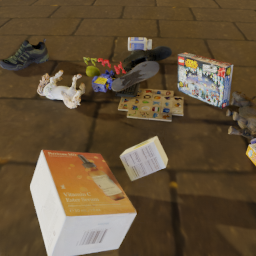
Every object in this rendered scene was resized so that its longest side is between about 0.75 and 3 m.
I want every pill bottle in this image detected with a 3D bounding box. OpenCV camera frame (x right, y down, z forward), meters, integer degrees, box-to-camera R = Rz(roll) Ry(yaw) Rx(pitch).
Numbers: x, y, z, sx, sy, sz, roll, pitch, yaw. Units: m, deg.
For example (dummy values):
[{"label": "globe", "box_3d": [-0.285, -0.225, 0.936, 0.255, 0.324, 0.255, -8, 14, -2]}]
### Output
[{"label": "pill bottle", "box_3d": [0.663, -4.620, 15.453, 1.285, 0.720, 0.720, 2, 39, 2]}]

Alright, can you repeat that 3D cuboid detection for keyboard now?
[{"label": "keyboard", "box_3d": [-0.209, -2.142, 12.757, 1.566, 0.254, 2.465, 4, 37, 7]}]

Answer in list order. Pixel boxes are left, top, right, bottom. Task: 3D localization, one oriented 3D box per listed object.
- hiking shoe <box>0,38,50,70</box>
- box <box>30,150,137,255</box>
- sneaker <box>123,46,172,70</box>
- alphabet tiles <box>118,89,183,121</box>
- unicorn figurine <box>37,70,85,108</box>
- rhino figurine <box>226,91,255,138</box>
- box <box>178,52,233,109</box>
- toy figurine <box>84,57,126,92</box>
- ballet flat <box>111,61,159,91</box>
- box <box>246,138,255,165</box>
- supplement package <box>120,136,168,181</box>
[{"label": "hiking shoe", "box_3d": [-5.210, -3.736, 13.940, 2.499, 1.258, 0.946, -26, 46, -28]}, {"label": "box", "box_3d": [-1.183, 1.696, 6.763, 1.735, 1.212, 2.279, 7, 27, -35]}, {"label": "sneaker", "box_3d": [1.004, -3.482, 14.090, 2.520, 0.757, 1.315, -4, 39, 3]}, {"label": "alphabet tiles", "box_3d": [0.973, -1.011, 11.554, 2.598, 0.082, 2.161, 5, 39, 7]}, {"label": "unicorn figurine", "box_3d": [-2.574, -1.561, 11.679, 2.692, 0.994, 1.849, 0, 47, 23]}, {"label": "rhino figurine", "box_3d": [4.388, -0.612, 10.474, 1.226, 0.838, 2.804, 17, 39, 4]}, {"label": "box", "box_3d": [2.797, -1.839, 10.526, 0.454, 1.560, 2.279, -24, 35, -27]}, {"label": "toy figurine", "box_3d": [-1.277, -2.162, 12.182, 2.187, 1.154, 1.310, 15, 60, 24]}, {"label": "ballet flat", "box_3d": [0.276, -1.972, 10.808, 2.000, 0.674, 0.464, -28, -3, 5]}, {"label": "box", "box_3d": [4.800, 1.130, 8.665, 1.391, 0.485, 2.337, -9, 38, -11]}, {"label": "supplement package", "box_3d": [0.452, 0.818, 7.622, 1.010, 0.761, 0.767, -25, 3, 16]}]
